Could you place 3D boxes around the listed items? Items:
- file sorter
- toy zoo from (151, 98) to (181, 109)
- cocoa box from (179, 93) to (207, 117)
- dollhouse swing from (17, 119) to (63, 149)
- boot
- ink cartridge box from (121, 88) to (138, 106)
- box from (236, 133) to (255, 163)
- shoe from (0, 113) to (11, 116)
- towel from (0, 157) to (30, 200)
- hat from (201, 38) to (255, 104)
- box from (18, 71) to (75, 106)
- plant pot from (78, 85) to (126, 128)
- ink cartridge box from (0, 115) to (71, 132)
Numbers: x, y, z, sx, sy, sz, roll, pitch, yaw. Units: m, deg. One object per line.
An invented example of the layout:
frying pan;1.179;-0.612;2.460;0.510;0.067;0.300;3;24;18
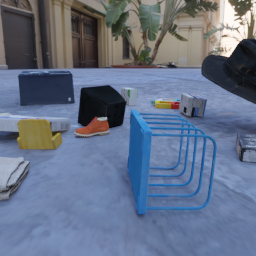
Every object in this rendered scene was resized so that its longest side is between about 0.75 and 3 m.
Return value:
file sorter;0.577;0.419;4.409;1.014;1.147;1.652;1;13;-5
toy zoo;1.993;-1.026;11.859;2.111;0.216;1.385;4;15;15
cocoa box;2.329;-0.838;10.119;0.658;0.668;1.002;5;15;-7
dollhouse swing;-2.062;0.079;6.535;0.860;0.756;0.781;0;15;3
boot;-0.976;-0.041;7.502;0.960;0.515;0.360;-8;18;-23
ink cartridge box;0.051;-1.390;12.294;0.404;0.701;0.960;-5;15;-23
box;3.054;0.444;5.959;1.343;0.325;1.064;4;15;15
shoe;-4.657;-0.279;7.694;2.954;0.788;1.033;-5;16;-33
towel;-2.685;0.800;4.596;1.903;0.328;1.261;-2;14;-6
hat;3.511;-1.731;7.694;2.827;1.140;2.827;7;41;-6
box;-3.780;-1.937;13.099;2.306;1.377;2.345;-4;17;-15
plant pot;-0.711;-0.575;8.496;1.034;1.165;1.162;27;28;38
ink cartridge box;-2.734;-0.116;7.463;1.799;0.423;1.778;1;4;14
